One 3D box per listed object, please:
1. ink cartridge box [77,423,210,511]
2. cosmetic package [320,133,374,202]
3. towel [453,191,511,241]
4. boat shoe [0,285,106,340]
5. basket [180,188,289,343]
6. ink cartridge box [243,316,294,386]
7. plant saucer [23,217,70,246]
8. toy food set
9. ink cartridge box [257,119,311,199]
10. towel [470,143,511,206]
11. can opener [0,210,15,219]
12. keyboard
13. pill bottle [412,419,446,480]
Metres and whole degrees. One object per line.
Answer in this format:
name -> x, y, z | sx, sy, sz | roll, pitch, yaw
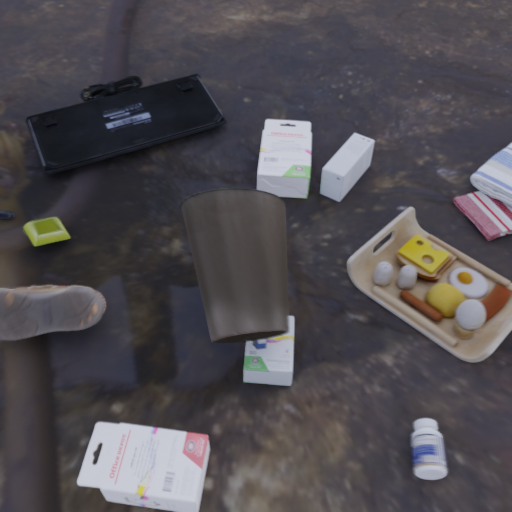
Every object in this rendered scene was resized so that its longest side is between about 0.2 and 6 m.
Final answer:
ink cartridge box -> -1.404, 2.685, 7.145 | 1.486, 0.502, 0.866 | 7, 50, 4
cosmetic package -> 1.753, -1.711, 10.776 | 0.461, 0.656, 1.294 | 27, 54, 21
towel -> 4.615, -0.862, 10.382 | 1.563, 0.178, 1.126 | -14, 49, -14
boat shoe -> -3.336, 0.828, 8.585 | 2.124, 0.804, 0.762 | 1, 5, 0
basket -> -0.203, 0.195, 7.848 | 1.723, 1.300, 1.911 | 9, 68, -46
ink cartridge box -> 0.198, 1.375, 8.308 | 0.708, 0.426, 0.974 | 4, 47, 3
plant saucer -> -3.678, -0.466, 9.825 | 0.631, 0.151, 0.632 | -17, 45, -32
toy food set -> 3.015, 0.320, 8.966 | 2.568, 0.776, 1.843 | 37, 59, 27
ink cartridge box -> 0.573, -1.933, 11.008 | 1.001, 0.575, 1.708 | 4, 50, 3
towel -> 5.600, -1.554, 10.782 | 1.977, 0.320, 2.692 | 36, 53, 29
can opener -> -4.984, -0.764, 10.243 | 1.104, 0.434, 0.350 | 0, 11, -4
keyboard -> -2.825, -2.983, 11.999 | 3.880, 0.498, 2.330 | -20, 59, -17
pill bottle -> 2.252, 2.524, 7.346 | 0.389, 0.389, 0.702 | 4, 49, 4
